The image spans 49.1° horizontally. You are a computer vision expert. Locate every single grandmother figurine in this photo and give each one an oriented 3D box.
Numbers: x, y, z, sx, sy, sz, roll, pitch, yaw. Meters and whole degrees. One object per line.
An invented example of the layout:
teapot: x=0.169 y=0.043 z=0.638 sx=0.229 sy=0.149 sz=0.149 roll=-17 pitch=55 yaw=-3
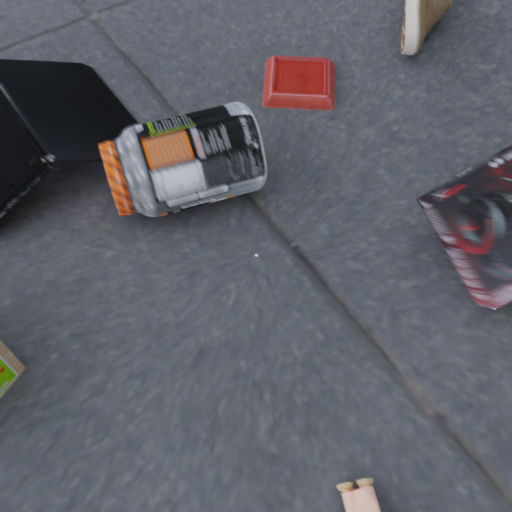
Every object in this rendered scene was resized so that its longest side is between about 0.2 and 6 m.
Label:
grandmother figurine: x=1.409 y=3.440 z=6.803 sx=0.811 sy=0.405 sz=1.338 roll=-21 pitch=59 yaw=19

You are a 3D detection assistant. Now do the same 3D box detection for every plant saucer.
plant saucer: x=0.870 y=-3.524 z=11.223 sx=1.421 sy=0.261 sz=1.418 roll=3 pitch=58 yaw=3

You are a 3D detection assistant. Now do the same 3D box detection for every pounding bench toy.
pounding bench toy: x=-4.599 y=1.695 z=7.302 sx=1.689 sy=1.345 sz=2.166 roll=26 pitch=61 yaw=15

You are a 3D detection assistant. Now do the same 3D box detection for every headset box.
headset box: x=3.659 y=-0.343 z=8.271 sx=1.591 sy=0.803 sz=2.141 roll=-29 pitch=89 yaw=4

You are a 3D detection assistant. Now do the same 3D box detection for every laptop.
laptop: x=-4.180 y=-1.965 z=10.291 sx=3.539 sy=1.828 sz=3.136 roll=-43 pitch=64 yaw=5

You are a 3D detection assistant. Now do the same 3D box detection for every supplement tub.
supplement tub: x=-1.194 y=-1.538 z=9.227 sx=2.475 sy=1.516 sz=1.516 roll=-15 pitch=59 yaw=-10

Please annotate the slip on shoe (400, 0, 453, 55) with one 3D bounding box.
slip on shoe: x=3.680 y=-5.419 z=11.905 sx=0.968 sy=1.215 sz=3.195 roll=9 pitch=51 yaw=13
